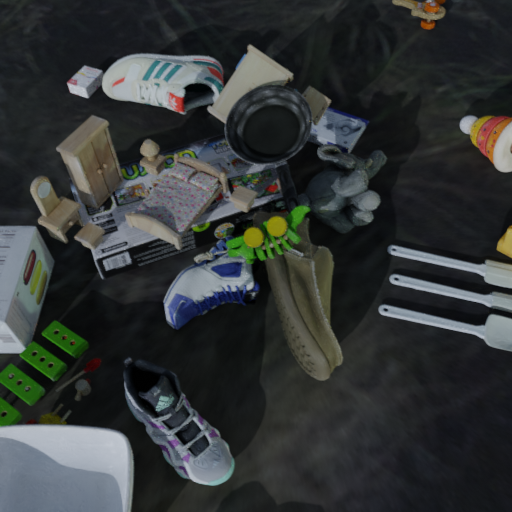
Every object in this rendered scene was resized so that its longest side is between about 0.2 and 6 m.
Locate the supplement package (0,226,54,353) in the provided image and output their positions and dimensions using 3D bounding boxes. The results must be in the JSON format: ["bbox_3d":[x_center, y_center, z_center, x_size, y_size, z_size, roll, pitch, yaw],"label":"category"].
[{"bbox_3d":[-4.443,0.569,9.819,1.088,1.130,1.986,0,54,2],"label":"supplement package"}]

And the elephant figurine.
[{"bbox_3d":[1.722,-1.570,11.434,1.633,1.489,2.105,38,36,-28],"label":"elephant figurine"}]

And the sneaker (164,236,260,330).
[{"bbox_3d":[-0.615,0.568,10.017,1.183,0.828,2.049,30,58,23],"label":"sneaker"}]

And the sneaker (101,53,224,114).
[{"bbox_3d":[-2.170,-3.984,13.206,2.941,1.035,1.375,-5,48,-7],"label":"sneaker"}]

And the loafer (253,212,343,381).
[{"bbox_3d":[0.854,0.454,9.793,1.185,1.336,3.514,-16,55,-5],"label":"loafer"}]

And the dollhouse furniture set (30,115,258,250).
[{"bbox_3d":[-1.936,-1.115,9.874,3.047,1.488,2.598,23,58,19],"label":"dollhouse furniture set"}]

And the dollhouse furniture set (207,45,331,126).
[{"bbox_3d":[0.252,-3.228,12.614,2.271,2.406,1.570,35,96,0],"label":"dollhouse furniture set"}]

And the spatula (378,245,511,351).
[{"bbox_3d":[3.755,0.715,10.288,2.855,0.229,1.985,13,55,9],"label":"spatula"}]

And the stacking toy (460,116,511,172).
[{"bbox_3d":[5.194,-2.682,12.449,1.228,1.228,1.680,-26,38,-18],"label":"stacking toy"}]

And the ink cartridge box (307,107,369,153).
[{"bbox_3d":[1.806,-3.032,12.996,1.328,0.270,1.330,23,57,16],"label":"ink cartridge box"}]

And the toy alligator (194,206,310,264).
[{"bbox_3d":[0.002,-0.151,9.463,2.184,0.648,0.593,-26,84,12],"label":"toy alligator"}]

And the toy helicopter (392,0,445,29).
[{"bbox_3d":[4.586,-7.049,15.751,1.569,0.619,1.037,33,58,24],"label":"toy helicopter"}]

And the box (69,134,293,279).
[{"bbox_3d":[-1.479,-1.195,11.371,4.059,0.705,2.234,-19,56,-13],"label":"box"}]

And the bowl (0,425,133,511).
[{"bbox_3d":[-2.879,3.635,7.705,2.378,0.889,2.381,1,55,1],"label":"bowl"}]

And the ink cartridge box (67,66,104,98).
[{"bbox_3d":[-4.181,-4.397,13.965,0.552,0.320,0.948,20,56,14],"label":"ink cartridge box"}]

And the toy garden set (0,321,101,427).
[{"bbox_3d":[-3.387,2.144,9.180,1.505,0.360,1.805,28,58,21],"label":"toy garden set"}]

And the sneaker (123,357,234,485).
[{"bbox_3d":[-1.249,2.361,8.242,2.233,1.562,0.868,35,61,23],"label":"sneaker"}]

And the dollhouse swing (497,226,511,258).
[{"bbox_3d":[5.291,-0.312,10.509,1.123,0.987,1.020,33,60,29],"label":"dollhouse swing"}]

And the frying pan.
[{"bbox_3d":[0.588,-2.130,10.826,1.745,0.469,2.884,-39,70,0],"label":"frying pan"}]
